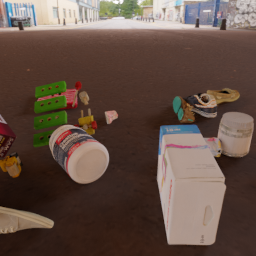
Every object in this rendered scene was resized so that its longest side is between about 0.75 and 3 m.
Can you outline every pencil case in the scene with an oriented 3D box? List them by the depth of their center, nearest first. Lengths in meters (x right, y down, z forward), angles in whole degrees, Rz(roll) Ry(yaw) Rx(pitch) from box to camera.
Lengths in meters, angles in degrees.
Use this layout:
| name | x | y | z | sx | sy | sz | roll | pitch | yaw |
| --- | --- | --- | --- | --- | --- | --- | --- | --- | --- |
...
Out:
| name | x | y | z | sx | sy | sz | roll | pitch | yaw |
| --- | --- | --- | --- | --- | --- | --- | --- | --- | --- |
| pencil case | 2.162 | 0.620 | 8.705 | 1.416 | 0.589 | 0.642 | 0 | 32 | 1 |

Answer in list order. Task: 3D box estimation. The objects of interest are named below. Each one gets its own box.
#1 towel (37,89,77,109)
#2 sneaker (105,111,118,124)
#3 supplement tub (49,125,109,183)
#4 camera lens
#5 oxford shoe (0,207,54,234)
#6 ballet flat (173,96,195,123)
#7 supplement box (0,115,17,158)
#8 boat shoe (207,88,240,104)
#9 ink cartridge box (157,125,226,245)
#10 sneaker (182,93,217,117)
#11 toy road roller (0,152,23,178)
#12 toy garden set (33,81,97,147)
| name | x | y | z | sx | sy | sz | roll | pitch | yaw |
| --- | --- | --- | --- | --- | --- | --- | --- | --- | --- |
| towel | -3.410 | -1.442 | 13.526 | 1.879 | 0.292 | 2.599 | -4 | 25 | -10 |
| sneaker | -0.650 | -0.467 | 11.307 | 0.502 | 0.362 | 0.961 | -8 | 21 | -5 |
| supplement tub | -1.414 | 0.677 | 7.855 | 1.180 | 1.180 | 1.682 | -16 | 30 | -32 |
| camera lens | 3.341 | 0.226 | 8.776 | 0.981 | 1.227 | 0.981 | 0 | 25 | 0 |
| oxford shoe | -2.514 | 1.972 | 5.902 | 1.890 | 0.711 | 0.546 | 9 | 66 | 1 |
| ballet flat | 2.378 | -0.732 | 11.691 | 0.713 | 0.669 | 1.972 | 18 | 23 | -10 |
| supplement box | -4.678 | -0.093 | 7.621 | 1.508 | 0.844 | 2.771 | 40 | 10 | 33 |
| boat shoe | 4.591 | -1.638 | 13.496 | 2.076 | 0.653 | 0.757 | -12 | 27 | -24 |
| ink cartridge box | 1.261 | 1.143 | 6.262 | 0.978 | 1.669 | 2.310 | -1 | 25 | -1 |
| sneaker | 3.003 | -1.164 | 12.294 | 0.830 | 0.840 | 2.117 | -20 | 30 | -34 |
| toy road roller | -3.353 | 1.073 | 7.911 | 0.555 | 0.468 | 0.761 | -18 | 26 | -3 |
| toy garden set | -2.158 | -0.559 | 9.723 | 2.088 | 0.500 | 2.505 | -12 | 57 | 4 |
